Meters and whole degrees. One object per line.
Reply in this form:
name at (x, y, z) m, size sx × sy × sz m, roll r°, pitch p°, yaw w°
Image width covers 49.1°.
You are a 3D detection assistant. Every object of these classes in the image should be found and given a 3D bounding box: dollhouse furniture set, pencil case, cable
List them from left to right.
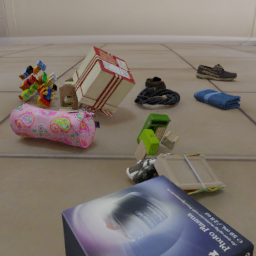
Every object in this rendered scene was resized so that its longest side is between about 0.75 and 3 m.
pencil case at (-2.088, -0.098, 7.933) m, size 2.416 × 1.056 × 1.056 m, roll 7°, pitch 23°, yaw 20°
dollhouse furniture set at (-1.562, -1.132, 10.307) m, size 1.796 × 1.129 × 2.030 m, roll -1°, pitch 22°, yaw -1°
cable at (1.193, -1.198, 11.461) m, size 1.651 × 0.514 × 2.024 m, roll 17°, pitch 25°, yaw 25°
dollhouse furniture set at (0.954, 0.782, 6.607) m, size 1.268 × 0.979 × 2.537 m, roll 2°, pitch 39°, yaw -25°

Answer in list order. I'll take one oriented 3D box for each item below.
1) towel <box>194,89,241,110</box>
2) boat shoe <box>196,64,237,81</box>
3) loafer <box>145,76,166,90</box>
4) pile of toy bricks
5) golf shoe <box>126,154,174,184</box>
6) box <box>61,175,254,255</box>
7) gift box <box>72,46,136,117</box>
towel at (3.611, -1.228, 11.455) m, size 1.008 × 0.438 × 1.805 m, roll -13°, pitch 26°, yaw -26°
boat shoe at (4.883, -3.110, 15.512) m, size 2.221 × 0.814 × 0.827 m, roll 9°, pitch 24°, yaw 22°
loafer at (1.371, -2.172, 13.449) m, size 0.671 × 0.656 × 1.839 m, roll -8°, pitch 24°, yaw -19°
pile of toy bricks at (-4.012, -1.716, 11.838) m, size 1.422 × 1.598 × 2.880 m, roll -37°, pitch 32°, yaw 12°
golf shoe at (0.533, 0.835, 6.387) m, size 1.303 × 0.506 × 0.615 m, roll -18°, pitch 29°, yaw -40°
box at (0.274, 1.660, 3.631) m, size 1.754 × 1.089 × 1.768 m, roll -14°, pitch 26°, yaw -28°
gift box at (-0.815, -1.504, 9.842) m, size 1.810 × 1.690 × 1.670 m, roll 21°, pitch 36°, yaw -33°
